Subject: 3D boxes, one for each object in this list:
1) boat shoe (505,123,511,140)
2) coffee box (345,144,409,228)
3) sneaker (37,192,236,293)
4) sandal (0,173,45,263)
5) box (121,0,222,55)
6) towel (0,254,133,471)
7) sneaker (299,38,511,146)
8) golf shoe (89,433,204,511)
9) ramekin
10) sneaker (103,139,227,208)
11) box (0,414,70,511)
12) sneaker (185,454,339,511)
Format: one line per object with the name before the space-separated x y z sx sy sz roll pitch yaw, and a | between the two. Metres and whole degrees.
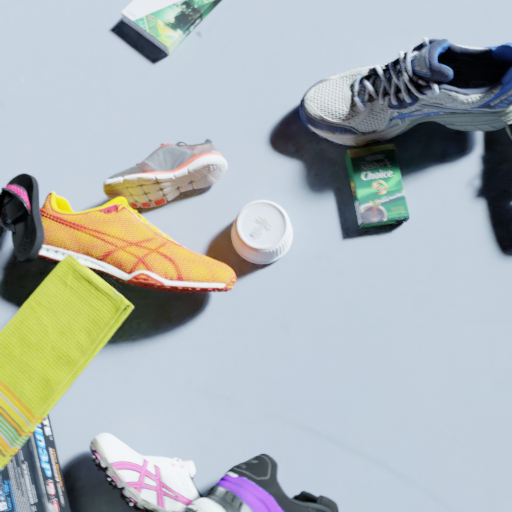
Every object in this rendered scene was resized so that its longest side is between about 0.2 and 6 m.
boat shoe | 4.707 -1.792 8.899 1.036 0.864 2.777 -9 76 0
coffee box | 1.937 -1.133 9.025 0.800 0.286 1.301 -7 76 -2
sneaker | -1.822 -0.195 8.321 3.247 1.185 1.252 17 84 3
sandal | -3.565 -0.677 8.322 0.766 0.460 2.040 -53 42 16
box | -1.449 -4.390 9.800 1.098 0.277 1.522 38 81 9
towel | -3.067 1.454 7.510 1.278 0.268 2.969 37 80 9
sneaker | 2.407 -2.701 8.646 3.562 1.517 1.372 -6 76 8
golf shoe | -1.381 3.168 7.851 2.153 0.782 0.991 41 61 4
ramekin | 0.094 -0.400 8.718 0.977 0.513 0.977 0 74 0
sneaker | -1.487 -1.375 8.963 1.969 0.759 0.806 -15 58 -11
box | -4.085 3.289 7.648 2.691 0.779 3.385 -19 75 -2
sneaker | 0.696 4.063 7.373 1.661 1.161 3.340 -38 93 -35
